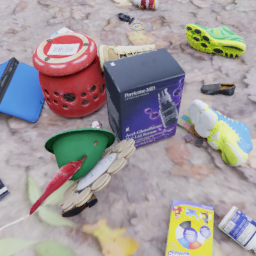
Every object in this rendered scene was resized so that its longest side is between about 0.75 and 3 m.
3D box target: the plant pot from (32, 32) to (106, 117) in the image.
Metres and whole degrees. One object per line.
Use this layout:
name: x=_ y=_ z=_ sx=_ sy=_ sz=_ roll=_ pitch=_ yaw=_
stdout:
plant pot: x=-2.153 y=-2.145 z=10.721 sx=2.653 sy=2.416 sz=2.653 roll=-3 pitch=49 yaw=4

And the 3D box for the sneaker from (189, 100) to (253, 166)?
sneaker: x=3.375 y=0.016 z=9.996 sx=1.429 sy=1.030 sz=2.720 roll=-25 pitch=75 yaw=-32

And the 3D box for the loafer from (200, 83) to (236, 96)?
loafer: x=3.756 y=-1.699 z=11.669 sx=1.418 sy=0.513 sz=0.516 roll=1 pitch=53 yaw=1

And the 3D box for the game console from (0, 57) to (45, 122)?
game console: x=-4.817 y=-1.372 z=11.568 sx=2.369 sy=1.642 sz=2.776 roll=-17 pitch=47 yaw=27

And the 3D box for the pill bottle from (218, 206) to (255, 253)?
pill bottle: x=3.326 y=2.934 z=7.911 sx=1.317 sy=0.789 sz=0.789 roll=37 pitch=61 yaw=24

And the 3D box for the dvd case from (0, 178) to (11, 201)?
dvd case: x=-5.259 y=1.832 z=9.138 sx=1.830 sy=0.197 sz=2.461 roll=-36 pitch=60 yaw=-24

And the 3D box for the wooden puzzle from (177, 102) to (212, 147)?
wooden puzzle: x=2.742 y=-0.243 z=10.770 sx=1.325 sy=0.157 sz=2.234 roll=33 pitch=59 yaw=23

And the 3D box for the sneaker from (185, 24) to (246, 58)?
sneaker: x=4.130 y=-4.253 z=13.385 sx=2.965 sy=1.098 sz=1.239 roll=22 pitch=53 yaw=5

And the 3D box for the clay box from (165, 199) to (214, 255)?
clay box: x=1.723 y=3.192 z=7.880 sx=1.239 sy=0.513 sz=2.157 roll=9 pitch=52 yaw=8

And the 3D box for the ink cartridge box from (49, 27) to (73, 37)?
ink cartridge box: x=-2.754 y=-4.075 z=13.454 sx=1.752 sy=0.594 sz=1.016 roll=31 pitch=59 yaw=22

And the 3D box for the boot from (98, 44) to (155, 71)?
boot: x=0.064 y=-2.622 z=10.363 sx=1.978 sy=0.926 sz=2.545 roll=0 pitch=13 yaw=10

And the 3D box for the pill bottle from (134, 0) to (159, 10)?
pill bottle: x=1.028 y=-7.119 z=15.726 sx=1.317 sy=0.744 sz=0.744 roll=12 pitch=53 yaw=10

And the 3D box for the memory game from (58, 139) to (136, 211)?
memory game: x=-0.854 y=1.261 z=7.894 sx=0.178 sy=2.789 sz=2.789 roll=49 pitch=60 yaw=-10

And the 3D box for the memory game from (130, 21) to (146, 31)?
memory game: x=0.511 y=-5.401 z=14.827 sx=0.866 sy=0.055 sz=0.866 roll=0 pitch=52 yaw=0

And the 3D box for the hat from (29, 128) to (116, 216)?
hat: x=-1.363 y=1.343 z=7.866 sx=2.383 sy=1.974 sz=2.098 roll=-8 pitch=64 yaw=-8

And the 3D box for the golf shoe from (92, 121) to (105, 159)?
golf shoe: x=-1.227 y=0.507 z=9.855 sx=0.860 sy=0.678 sz=1.868 roll=-5 pitch=53 yaw=-1

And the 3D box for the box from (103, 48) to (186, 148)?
box: x=0.482 y=-0.885 z=9.461 sx=2.180 sy=2.946 sz=1.537 roll=-18 pitch=51 yaw=-12

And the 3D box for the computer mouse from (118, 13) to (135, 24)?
computer mouse: x=-0.147 y=-5.909 z=15.135 sx=0.904 sy=0.238 sz=0.626 roll=28 pitch=56 yaw=7

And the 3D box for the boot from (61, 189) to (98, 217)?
boot: x=-1.576 y=2.313 z=8.681 sx=1.173 sy=0.438 sz=0.569 roll=-19 pitch=44 yaw=-26
